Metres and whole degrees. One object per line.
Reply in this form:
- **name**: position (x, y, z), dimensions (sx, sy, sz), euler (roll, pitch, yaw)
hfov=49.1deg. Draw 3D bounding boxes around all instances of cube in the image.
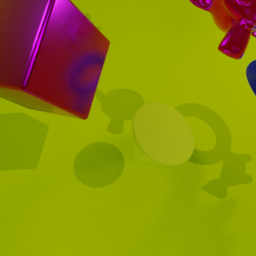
- **cube**: position (-1.206, -0.949, 3.843), dimensions (1.254, 1.254, 1.254), euler (11, 81, 29)

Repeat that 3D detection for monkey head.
- **monkey head**: position (1.681, -1.703, 4.374), dimensions (1.682, 1.014, 1.210), euler (20, 102, -15)

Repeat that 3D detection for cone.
- **cone**: position (0.393, 0.355, 5.373), dimensions (1.235, 1.240, 1.235), euler (13, 58, -21)

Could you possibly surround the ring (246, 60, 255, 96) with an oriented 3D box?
- **ring**: position (3.054, -0.567, 5.637), dimensions (0.382, 1.910, 1.910), euler (-36, 80, 13)
